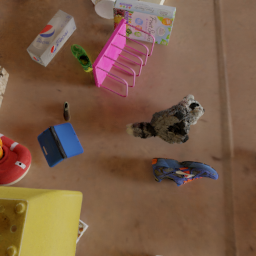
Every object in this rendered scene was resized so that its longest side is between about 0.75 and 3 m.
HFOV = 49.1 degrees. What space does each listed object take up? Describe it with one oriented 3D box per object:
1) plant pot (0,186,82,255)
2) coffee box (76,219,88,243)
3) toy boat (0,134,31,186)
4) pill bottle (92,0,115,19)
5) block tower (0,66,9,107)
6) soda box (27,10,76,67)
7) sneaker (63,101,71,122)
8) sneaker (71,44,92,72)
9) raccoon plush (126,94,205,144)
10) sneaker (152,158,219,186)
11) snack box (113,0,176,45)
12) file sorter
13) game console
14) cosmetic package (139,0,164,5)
[{"bbox_3d":[-3.118,2.977,8.369,2.559,2.618,2.542,1,72,10],"label":"plant pot"},{"bbox_3d":[-1.948,3.630,9.512,0.636,0.443,1.111,32,75,10],"label":"coffee box"},{"bbox_3d":[-4.586,0.821,9.619,2.505,1.637,1.635,27,55,3],"label":"toy boat"},{"bbox_3d":[-0.759,-6.298,12.101,1.644,1.644,2.924,3,72,1],"label":"pill bottle"},{"bbox_3d":[-5.336,-1.362,11.032,0.621,0.665,2.299,5,73,2],"label":"block tower"},{"bbox_3d":[-3.162,-3.767,11.733,0.734,0.789,2.312,30,75,10],"label":"soda box"},{"bbox_3d":[-2.430,-0.654,10.970,0.281,0.301,0.798,-8,74,-1],"label":"sneaker"},{"bbox_3d":[-1.897,-2.988,11.583,0.522,0.590,1.411,-33,74,-9],"label":"sneaker"},{"bbox_3d":[1.445,-0.526,10.561,2.762,1.336,1.850,10,38,21],"label":"raccoon plush"},{"bbox_3d":[2.017,1.636,10.045,2.392,0.901,0.938,6,84,9],"label":"sneaker"},{"bbox_3d":[0.619,-4.318,11.434,2.368,1.684,0.627,12,72,3],"label":"snack box"},{"bbox_3d":[-0.130,-2.615,10.931,1.466,1.624,2.337,27,74,7],"label":"file sorter"},{"bbox_3d":[-2.570,0.631,10.601,1.174,0.814,1.376,-34,73,20],"label":"game console"},{"bbox_3d":[1.031,-5.587,12.381,0.974,0.687,1.881,19,74,6],"label":"cosmetic package"}]
